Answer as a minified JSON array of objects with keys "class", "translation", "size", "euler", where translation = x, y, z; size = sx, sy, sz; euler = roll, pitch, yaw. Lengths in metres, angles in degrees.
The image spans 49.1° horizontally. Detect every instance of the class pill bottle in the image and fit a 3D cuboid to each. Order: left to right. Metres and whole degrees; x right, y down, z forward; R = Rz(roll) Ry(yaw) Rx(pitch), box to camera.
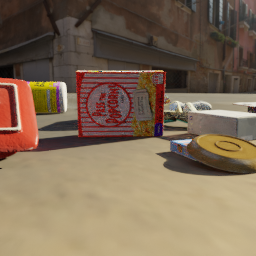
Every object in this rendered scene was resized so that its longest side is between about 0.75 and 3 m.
[{"class":"pill bottle","translation":[-4.348,-1.421,13.150],"size":[2.823,1.471,1.471],"euler":[-1,9,-9]}]

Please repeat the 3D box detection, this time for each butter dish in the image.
[{"class":"butter dish","translation":[-2.614,-0.005,5.053],"size":[1.711,1.265,1.706],"euler":[-1,53,-27]}]

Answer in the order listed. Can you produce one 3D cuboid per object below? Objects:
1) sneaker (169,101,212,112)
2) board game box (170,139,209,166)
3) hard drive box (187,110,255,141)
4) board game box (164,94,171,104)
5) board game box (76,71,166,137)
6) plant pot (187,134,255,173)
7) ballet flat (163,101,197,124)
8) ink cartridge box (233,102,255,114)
[{"class":"sneaker","translation":[2.672,-0.727,11.921],"size":[1.772,0.664,0.883],"euler":[-2,23,6]},{"class":"board game box","translation":[1.513,0.408,5.193],"size":[0.958,0.232,1.266],"euler":[-3,9,-21]},{"class":"hard drive box","translation":[2.544,-0.102,7.285],"size":[1.233,0.608,1.582],"euler":[-5,10,-31]},{"class":"board game box","translation":[0.076,-0.769,10.373],"size":[2.296,0.566,2.906],"euler":[16,-21,-24]},{"class":"board game box","translation":[-0.190,-0.623,7.153],"size":[2.187,1.656,0.506],"euler":[-1,15,-3]},{"class":"plant pot","translation":[1.691,0.369,4.765],"size":[1.353,0.186,1.353],"euler":[4,19,-1]},{"class":"ballet flat","translation":[1.606,-0.466,8.955],"size":[2.116,0.797,0.718],"euler":[7,-1,39]},{"class":"ink cartridge box","translation":[5.613,-0.703,11.319],"size":[2.390,0.602,1.302],"euler":[-4,11,-17]}]
